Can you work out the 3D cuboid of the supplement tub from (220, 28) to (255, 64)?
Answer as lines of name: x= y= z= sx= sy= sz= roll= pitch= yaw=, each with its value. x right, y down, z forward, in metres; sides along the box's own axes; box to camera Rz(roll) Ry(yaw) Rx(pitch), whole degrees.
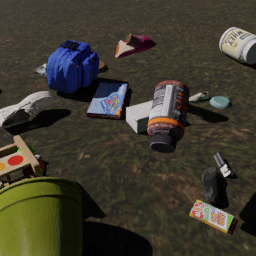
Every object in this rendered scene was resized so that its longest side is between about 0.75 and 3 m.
supplement tub: x=6.600 y=-4.746 z=16.238 sx=1.596 sy=1.596 sz=2.201 roll=-15 pitch=39 yaw=-19

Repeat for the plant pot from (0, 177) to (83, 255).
plant pot: x=-1.948 y=2.629 z=6.257 sx=2.232 sy=2.232 sz=2.149 roll=-11 pitch=50 yaw=-14

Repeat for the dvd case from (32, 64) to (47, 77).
dvd case: x=-4.200 y=-3.119 z=15.281 sx=1.605 sy=0.177 sz=1.171 roll=17 pitch=40 yaw=20

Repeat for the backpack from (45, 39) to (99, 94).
backpack: x=-2.657 y=-2.895 z=13.426 sx=2.115 sy=2.048 sz=2.520 roll=13 pitch=38 yaw=15

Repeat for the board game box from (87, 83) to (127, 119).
board game box: x=-0.879 y=-1.312 z=12.798 sx=1.400 sy=0.264 sz=2.719 roll=3 pitch=37 yaw=7

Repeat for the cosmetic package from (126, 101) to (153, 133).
cosmetic package: x=0.902 y=-0.533 z=11.403 sx=1.765 sy=0.716 sz=0.996 roll=-17 pitch=40 yaw=-19

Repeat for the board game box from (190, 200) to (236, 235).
board game box: x=2.388 y=2.489 z=7.853 sx=1.176 sy=0.176 sz=0.562 roll=23 pitch=43 yaw=24

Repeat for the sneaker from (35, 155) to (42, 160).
sneaker: x=-3.046 y=1.199 z=9.437 sx=0.461 sy=0.298 sz=0.850 roll=-27 pitch=42 yaw=-29

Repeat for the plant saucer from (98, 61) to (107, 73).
plant saucer: x=-1.941 y=-3.462 z=15.707 sx=1.506 sy=0.222 sz=1.506 roll=1 pitch=37 yaw=-1

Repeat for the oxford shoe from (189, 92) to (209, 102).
oxford shoe: x=3.276 y=-1.462 z=12.973 sx=1.059 sy=0.306 sz=0.398 roll=-14 pitch=42 yaw=-15

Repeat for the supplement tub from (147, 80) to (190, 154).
supplement tub: x=1.008 y=-0.262 z=7.031 sx=0.931 sy=0.931 sz=1.742 roll=8 pitch=64 yaw=11

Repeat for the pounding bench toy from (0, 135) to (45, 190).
pounding bench toy: x=-3.715 y=1.239 z=8.299 sx=2.004 sy=1.596 sz=2.569 roll=-24 pitch=43 yaw=-29

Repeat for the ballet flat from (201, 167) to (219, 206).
ballet flat: x=2.569 y=1.768 z=8.718 sx=0.505 sy=0.431 sz=1.519 roll=-18 pitch=24 yaw=27

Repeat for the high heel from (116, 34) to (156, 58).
high heel: x=0.224 y=-3.240 z=11.616 sx=1.105 sy=0.775 sz=2.299 roll=11 pitch=-1 yaw=-19

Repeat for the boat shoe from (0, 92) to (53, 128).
boat shoe: x=-4.107 y=-0.666 z=11.502 sx=2.491 sy=0.882 sz=0.864 roll=-32 pitch=48 yaw=-23

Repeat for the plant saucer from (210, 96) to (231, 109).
plant saucer: x=4.225 y=-1.209 z=12.745 sx=0.949 sy=0.171 sz=0.949 roll=0 pitch=37 yaw=0

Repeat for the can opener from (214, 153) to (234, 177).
can opener: x=3.208 y=1.262 z=9.447 sx=0.335 sy=0.265 sz=1.008 roll=25 pitch=29 yaw=-28
